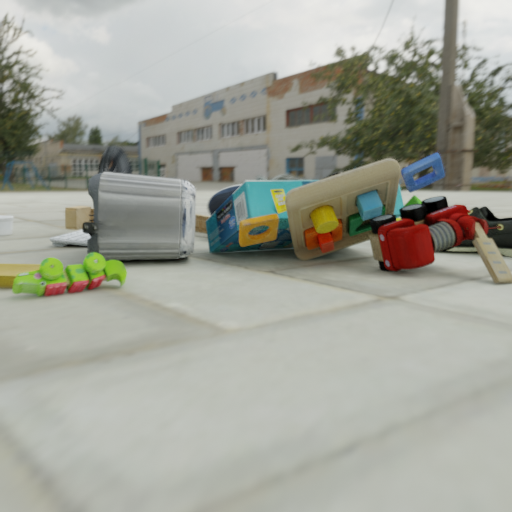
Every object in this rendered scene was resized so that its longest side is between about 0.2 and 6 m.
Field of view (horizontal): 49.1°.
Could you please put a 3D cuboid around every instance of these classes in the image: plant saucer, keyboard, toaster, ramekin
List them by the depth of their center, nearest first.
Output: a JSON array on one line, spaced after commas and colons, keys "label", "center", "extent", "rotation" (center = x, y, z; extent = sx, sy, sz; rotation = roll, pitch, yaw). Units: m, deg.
[{"label": "plant saucer", "center": [-3.604, 0.298, 8.063], "extent": [0.946, 0.229, 0.946], "rotation": [0, 8, 7]}, {"label": "toaster", "center": [-2.057, -0.717, 10.230], "extent": [1.811, 1.593, 2.804], "rotation": [1, 5, -9]}, {"label": "keyboard", "center": [-3.622, -0.592, 13.997], "extent": [1.234, 0.234, 4.384], "rotation": [1, 9, 5]}, {"label": "ramekin", "center": [-6.689, -0.756, 14.244], "extent": [0.983, 0.479, 0.983], "rotation": [0, 9, 0]}]

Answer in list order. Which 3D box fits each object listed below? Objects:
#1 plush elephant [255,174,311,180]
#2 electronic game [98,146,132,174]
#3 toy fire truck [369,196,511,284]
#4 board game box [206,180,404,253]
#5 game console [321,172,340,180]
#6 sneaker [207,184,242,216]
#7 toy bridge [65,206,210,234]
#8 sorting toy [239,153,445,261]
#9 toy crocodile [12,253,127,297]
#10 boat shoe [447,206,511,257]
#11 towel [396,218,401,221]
[{"label": "plush elephant", "center": [0.486, -1.556, 16.242], "extent": [2.002, 1.649, 1.550], "rotation": [20, -28, -24]}, {"label": "electronic game", "center": [-3.000, -1.616, 11.943], "extent": [0.298, 1.432, 1.432], "rotation": [-9, 12, -39]}, {"label": "toy fire truck", "center": [2.887, -0.147, 8.633], "extent": [1.610, 1.177, 1.829], "rotation": [-19, 13, -18]}, {"label": "board game box", "center": [0.849, -0.739, 10.708], "extent": [3.076, 0.722, 2.322], "rotation": [-4, -12, -23]}, {"label": "game console", "center": [1.979, -1.771, 17.004], "extent": [1.637, 0.972, 1.411], "rotation": [-21, -9, 22]}, {"label": "sneaker", "center": [-0.191, -1.150, 13.856], "extent": [3.302, 1.256, 2.386], "rotation": [8, 8, 26]}, {"label": "toy bridge", "center": [-2.626, -0.879, 14.023], "extent": [4.334, 0.590, 1.457], "rotation": [5, 10, 16]}, {"label": "sorting toy", "center": [1.469, -0.591, 9.285], "extent": [3.564, 0.485, 2.007], "rotation": [-18, -30, 1]}, {"label": "toy crocodile", "center": [-2.452, 0.303, 7.442], "extent": [1.485, 0.459, 0.501], "rotation": [-8, -28, -39]}, {"label": "boat shoe", "center": [4.465, -0.513, 11.136], "extent": [3.112, 0.975, 1.138], "rotation": [4, 11, 34]}, {"label": "towel", "center": [3.847, -0.798, 15.405], "extent": [1.440, 0.302, 3.346], "rotation": [9, 11, 23]}]
